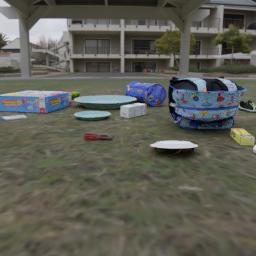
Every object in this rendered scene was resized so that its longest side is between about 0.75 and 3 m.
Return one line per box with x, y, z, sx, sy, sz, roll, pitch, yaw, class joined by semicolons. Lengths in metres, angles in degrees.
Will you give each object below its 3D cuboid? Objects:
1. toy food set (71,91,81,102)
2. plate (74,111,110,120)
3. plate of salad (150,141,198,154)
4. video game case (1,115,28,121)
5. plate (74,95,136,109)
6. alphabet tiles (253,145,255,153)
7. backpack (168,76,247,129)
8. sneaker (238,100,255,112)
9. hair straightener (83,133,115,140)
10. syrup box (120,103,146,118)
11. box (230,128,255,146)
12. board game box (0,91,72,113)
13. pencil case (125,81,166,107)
-3.409;-1.761;15.261;1.559;0.453;2.258;-12;18;-44;toy food set
-1.276;-0.437;10.053;1.300;0.166;1.300;1;13;0;plate
0.991;0.424;6.053;1.014;0.244;1.014;0;2;0;plate of salad
-4.042;-0.368;9.956;0.772;0.069;0.553;-9;16;-35;video game case
-1.035;-1.204;13.026;2.875;0.367;2.875;-1;13;0;plate
4.318;0.451;5.989;2.848;0.213;2.912;8;15;31;alphabet tiles
2.274;-0.719;8.169;2.064;1.521;2.261;0;12;-1;backpack
4.986;-0.906;11.463;0.393;0.454;1.096;-9;15;-34;sneaker
-0.734;0.208;7.174;0.797;0.163;0.307;-1;13;-6;hair straightener
0.212;-0.658;10.438;0.404;0.418;1.026;14;18;40;syrup box
2.849;0.214;7.006;0.335;0.223;0.891;1;13;6;box
-4.020;-1.189;12.240;2.341;0.654;2.292;3;13;13;board game box
0.778;-1.736;13.719;1.157;1.040;2.664;26;0;-27;pencil case
